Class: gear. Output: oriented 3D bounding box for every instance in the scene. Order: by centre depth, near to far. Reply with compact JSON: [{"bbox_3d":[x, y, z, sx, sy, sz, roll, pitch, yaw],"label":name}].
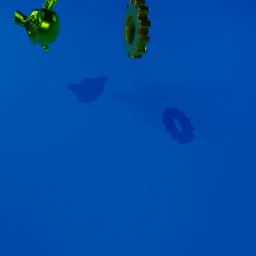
[{"bbox_3d":[0.144,-1.933,5.501,0.204,1.105,1.105,-4,65,-17],"label":"gear"}]

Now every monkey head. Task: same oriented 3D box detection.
[{"bbox_3d":[-2.161,-2.516,6.778,1.013,1.408,0.849,31,34,15],"label":"monkey head"}]
